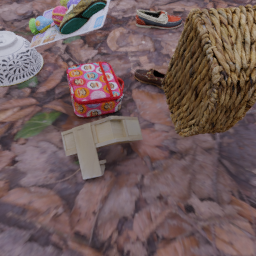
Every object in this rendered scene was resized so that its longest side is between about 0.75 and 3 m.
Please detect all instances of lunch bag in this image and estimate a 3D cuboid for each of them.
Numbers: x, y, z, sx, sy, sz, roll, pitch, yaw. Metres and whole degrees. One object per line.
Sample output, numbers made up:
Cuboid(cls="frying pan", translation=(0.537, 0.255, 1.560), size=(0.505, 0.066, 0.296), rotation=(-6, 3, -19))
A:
Cuboid(cls="lunch bag", translation=(-1.037, -1.374, 9.580), size=(1.891, 0.880, 2.147), rotation=(-9, 48, -15))

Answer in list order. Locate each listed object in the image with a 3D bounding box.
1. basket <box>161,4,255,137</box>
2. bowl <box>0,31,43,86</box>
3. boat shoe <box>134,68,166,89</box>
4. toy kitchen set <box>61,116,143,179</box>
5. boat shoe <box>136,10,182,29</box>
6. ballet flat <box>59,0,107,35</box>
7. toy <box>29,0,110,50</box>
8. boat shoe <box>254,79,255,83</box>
Cuboid(cls="basket", translation=(2.151, -0.993, 6.028), size=(2.070, 2.779, 1.983), rotation=(-9, 68, -11))
Cuboid(cls="bowl", translation=(-4.665, -2.860, 10.662), size=(2.605, 1.222, 2.605), rotation=(1, 47, -1))
Cuboid(cls="boat shoe", translation=(0.955, -1.895, 10.216), size=(1.620, 0.570, 0.570), rotation=(22, 54, 21))
Cuboid(cls="toy kitchen set", translation=(-0.649, 0.581, 7.992), size=(1.736, 1.566, 1.417), rotation=(-16, 83, 29))
Cuboid(cls="boat shoe", translation=(1.466, -5.145, 13.139), size=(2.222, 0.695, 0.791), rotation=(2, 45, 0))
Cuboid(cls="ballet flat", translation=(-0.863, -2.164, 5.159), size=(1.233, 0.436, 0.436), rotation=(-19, 33, 41))
Cuboid(cls="toy", translation=(-1.476, -2.676, 6.502), size=(2.304, 0.544, 1.327), rotation=(-5, 61, 34))
Cuboid(cls="boat shoe", translation=(4.724, -2.220, 10.401), size=(0.730, 0.810, 2.253), rotation=(-22, 53, -28))
